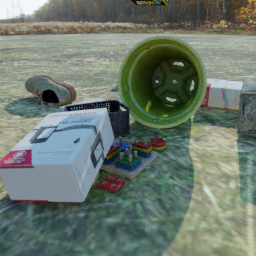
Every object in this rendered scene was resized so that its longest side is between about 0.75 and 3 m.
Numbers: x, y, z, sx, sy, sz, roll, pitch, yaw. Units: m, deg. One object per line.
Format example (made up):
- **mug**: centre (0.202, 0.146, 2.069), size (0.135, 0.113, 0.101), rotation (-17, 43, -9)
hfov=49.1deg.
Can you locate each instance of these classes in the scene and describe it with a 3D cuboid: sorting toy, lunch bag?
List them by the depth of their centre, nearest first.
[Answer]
- **sorting toy**: centre (-0.152, 0.601, 6.489), size (1.224, 0.429, 2.539), rotation (13, 26, 30)
- **lunch bag**: centre (4.541, -0.590, 7.993), size (2.534, 1.490, 2.078), rotation (5, 22, 23)

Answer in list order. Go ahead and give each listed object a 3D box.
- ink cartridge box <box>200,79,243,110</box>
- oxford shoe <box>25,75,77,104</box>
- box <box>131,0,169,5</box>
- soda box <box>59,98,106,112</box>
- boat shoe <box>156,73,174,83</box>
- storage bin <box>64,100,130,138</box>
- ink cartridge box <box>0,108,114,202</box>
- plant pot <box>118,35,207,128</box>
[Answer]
- **ink cartridge box**: centre (3.634, -1.287, 10.533), size (1.873, 0.802, 1.382), rotation (11, 25, 19)
- **oxford shoe**: centre (-3.258, -1.483, 10.911), size (2.561, 0.902, 0.958), rotation (13, 29, 29)
- **box**: centre (0.529, -4.462, 9.223), size (1.408, 0.347, 1.124), rotation (20, 5, 37)
- **soda box**: centre (-1.449, -0.573, 9.220), size (1.548, 0.491, 0.528), rotation (-20, 30, -40)
- **boat shoe**: centre (1.092, -2.780, 14.063), size (2.816, 0.849, 1.040), rotation (0, 23, 0)
- **storage bin**: centre (-0.877, -0.212, 7.992), size (1.677, 0.786, 1.134), rotation (-11, 25, -23)
- **ink cartridge box**: centre (-1.308, 0.451, 5.683), size (1.521, 0.873, 2.095), rotation (-4, 29, 16)
- **plant pot**: centre (1.325, -1.517, 9.310), size (2.681, 2.681, 2.465), rotation (8, 12, 18)
